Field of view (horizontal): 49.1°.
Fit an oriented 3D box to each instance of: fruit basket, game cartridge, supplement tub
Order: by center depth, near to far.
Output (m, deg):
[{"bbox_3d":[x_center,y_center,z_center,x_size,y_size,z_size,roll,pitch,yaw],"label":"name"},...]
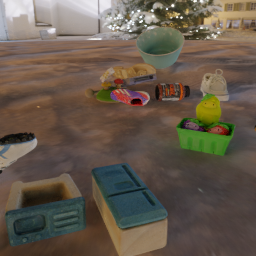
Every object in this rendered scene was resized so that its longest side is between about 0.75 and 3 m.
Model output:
[{"bbox_3d":[1.789,-0.126,6.354,1.307,1.307,0.943,9,23,23],"label":"fruit basket"},{"bbox_3d":[1.643,-1.326,10.284,1.205,0.645,0.645,-4,21,-10],"label":"supplement tub"},{"bbox_3d":[0.109,-1.961,11.805,1.381,0.409,2.131,-8,9,37],"label":"game cartridge"}]

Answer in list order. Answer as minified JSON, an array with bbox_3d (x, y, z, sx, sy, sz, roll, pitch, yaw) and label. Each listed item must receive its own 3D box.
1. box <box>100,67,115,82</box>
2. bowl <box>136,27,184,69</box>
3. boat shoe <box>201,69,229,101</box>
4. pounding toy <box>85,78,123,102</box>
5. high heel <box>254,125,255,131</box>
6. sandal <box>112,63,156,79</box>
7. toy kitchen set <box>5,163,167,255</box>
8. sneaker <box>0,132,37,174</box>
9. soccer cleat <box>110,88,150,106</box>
[{"bbox_3d":[-0.804,-2.025,10.731,0.210,0.225,1.088,-36,7,-22],"label":"box"},{"bbox_3d":[1.973,-4.745,17.163,2.885,1.509,2.885,-5,52,6],"label":"bowl"},{"bbox_3d":[3.382,-1.765,10.898,0.886,1.022,2.397,2,21,5],"label":"boat shoe"},{"bbox_3d":[-0.735,-1.509,10.631,1.597,0.741,1.233,13,24,29],"label":"pounding toy"},{"bbox_3d":[3.219,0.504,5.095,1.714,0.858,2.404,-11,32,-43],"label":"high heel"},{"bbox_3d":[0.115,-2.455,13.409,2.552,0.936,0.840,8,52,38],"label":"sandal"},{"bbox_3d":[-0.942,0.503,3.503,2.565,2.055,1.511,-8,21,-19],"label":"toy kitchen set"},{"bbox_3d":[-2.189,0.572,4.483,1.898,0.688,0.682,-22,5,18],"label":"sneaker"},{"bbox_3d":[-0.008,-0.968,9.032,1.370,0.467,0.501,9,39,22],"label":"soccer cleat"}]
